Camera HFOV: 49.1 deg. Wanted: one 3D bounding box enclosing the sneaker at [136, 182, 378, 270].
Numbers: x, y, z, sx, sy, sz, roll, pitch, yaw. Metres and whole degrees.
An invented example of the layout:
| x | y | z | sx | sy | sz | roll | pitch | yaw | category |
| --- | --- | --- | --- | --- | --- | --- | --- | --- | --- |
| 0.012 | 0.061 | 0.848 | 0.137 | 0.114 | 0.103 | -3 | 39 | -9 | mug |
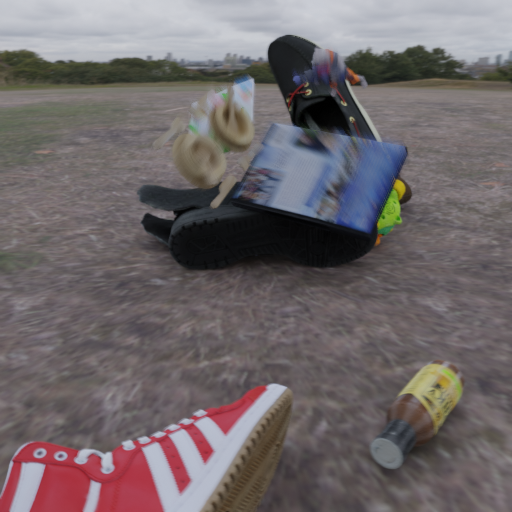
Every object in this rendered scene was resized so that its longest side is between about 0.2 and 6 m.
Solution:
| x | y | z | sx | sy | sz | roll | pitch | yaw | category |
| --- | --- | --- | --- | --- | --- | --- | --- | --- | --- |
| -0.110 | -0.692 | 9.759 | 4.063 | 1.220 | 2.119 | -4 | 26 | -1 | sneaker |

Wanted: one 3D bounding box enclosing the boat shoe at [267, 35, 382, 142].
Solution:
| x | y | z | sx | sy | sz | roll | pitch | yaw | category |
| --- | --- | --- | --- | --- | --- | --- | --- | --- | --- |
| 1.201 | -3.038 | 11.026 | 1.059 | 3.378 | 1.236 | -19 | -17 | -47 | boat shoe |

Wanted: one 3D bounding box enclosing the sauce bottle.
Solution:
| x | y | z | sx | sy | sz | roll | pitch | yaw | category |
| --- | --- | --- | --- | --- | --- | --- | --- | --- | --- |
| 1.510 | 1.464 | 5.222 | 0.469 | 0.469 | 1.449 | 14 | 26 | 33 | sauce bottle |

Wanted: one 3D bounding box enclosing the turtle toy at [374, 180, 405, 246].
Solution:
| x | y | z | sx | sy | sz | roll | pitch | yaw | category |
| --- | --- | --- | --- | --- | --- | --- | --- | --- | --- |
| 1.808 | -0.804 | 10.346 | 1.896 | 0.959 | 1.382 | 20 | 52 | 35 | turtle toy |

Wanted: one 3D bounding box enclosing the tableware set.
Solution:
| x | y | z | sx | sy | sz | roll | pitch | yaw | category |
| --- | --- | --- | --- | --- | --- | --- | --- | --- | --- |
| -0.527 | -1.679 | 8.028 | 0.372 | 1.228 | 1.857 | -30 | 20 | 43 | tableware set |

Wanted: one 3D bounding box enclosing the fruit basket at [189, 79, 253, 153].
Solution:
| x | y | z | sx | sy | sz | roll | pitch | yaw | category |
| --- | --- | --- | --- | --- | --- | --- | --- | --- | --- |
| -0.663 | -2.484 | 9.971 | 1.322 | 0.669 | 1.427 | -15 | 59 | 24 | fruit basket |

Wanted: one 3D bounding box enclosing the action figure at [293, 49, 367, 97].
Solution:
| x | y | z | sx | sy | sz | roll | pitch | yaw | category |
| --- | --- | --- | --- | --- | --- | --- | --- | --- | --- |
| 1.053 | -2.704 | 8.186 | 0.961 | 0.503 | 0.930 | 11 | -11 | 37 | action figure |

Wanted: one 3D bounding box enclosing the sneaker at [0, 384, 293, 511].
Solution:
| x | y | z | sx | sy | sz | roll | pitch | yaw | category |
| --- | --- | --- | --- | --- | --- | --- | --- | --- | --- |
| -0.789 | 1.620 | 4.157 | 1.457 | 0.923 | 2.591 | 14 | 27 | 24 | sneaker |

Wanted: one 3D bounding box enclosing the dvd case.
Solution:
| x | y | z | sx | sy | sz | roll | pitch | yaw | category |
| --- | --- | --- | --- | --- | --- | --- | --- | --- | --- |
| 0.921 | -1.182 | 8.452 | 2.267 | 0.199 | 1.617 | 17 | 68 | 25 | dvd case |

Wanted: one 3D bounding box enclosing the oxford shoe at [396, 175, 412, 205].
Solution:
| x | y | z | sx | sy | sz | roll | pitch | yaw | category |
| --- | --- | --- | --- | --- | --- | --- | --- | --- | --- |
| 2.718 | -1.760 | 13.138 | 1.097 | 0.944 | 2.598 | -5 | 33 | -21 | oxford shoe |
